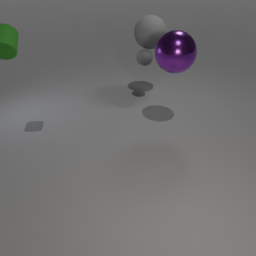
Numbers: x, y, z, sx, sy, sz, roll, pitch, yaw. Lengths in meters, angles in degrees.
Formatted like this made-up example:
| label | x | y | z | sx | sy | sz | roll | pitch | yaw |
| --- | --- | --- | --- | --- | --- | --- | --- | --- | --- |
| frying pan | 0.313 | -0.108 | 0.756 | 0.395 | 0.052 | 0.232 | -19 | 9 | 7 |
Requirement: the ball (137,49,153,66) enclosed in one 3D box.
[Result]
| label | x | y | z | sx | sy | sz | roll | pitch | yaw |
| --- | --- | --- | --- | --- | --- | --- | --- | --- | --- |
| ball | 0.724 | -3.037 | 12.080 | 0.700 | 0.700 | 0.700 | 0 | 30 | 0 |

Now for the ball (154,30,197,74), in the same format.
| label | x | y | z | sx | sy | sz | roll | pitch | yaw |
| --- | --- | --- | --- | --- | --- | --- | --- | --- | --- |
| ball | 1.589 | -2.534 | 9.367 | 1.400 | 1.400 | 1.400 | 0 | 30 | 0 |

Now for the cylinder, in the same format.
| label | x | y | z | sx | sy | sz | roll | pitch | yaw |
| --- | --- | --- | --- | --- | --- | --- | --- | --- | --- |
| cylinder | -3.408 | -2.374 | 7.720 | 0.700 | 0.700 | 0.700 | -4 | 63 | -6 |

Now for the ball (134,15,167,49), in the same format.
| label | x | y | z | sx | sy | sz | roll | pitch | yaw |
| --- | --- | --- | --- | --- | --- | --- | --- | --- | --- |
| ball | 0.963 | -4.128 | 12.090 | 1.400 | 1.400 | 1.400 | 0 | 30 | 0 |
